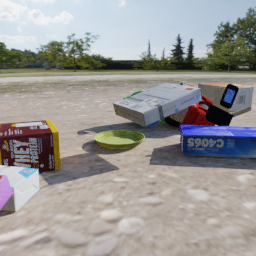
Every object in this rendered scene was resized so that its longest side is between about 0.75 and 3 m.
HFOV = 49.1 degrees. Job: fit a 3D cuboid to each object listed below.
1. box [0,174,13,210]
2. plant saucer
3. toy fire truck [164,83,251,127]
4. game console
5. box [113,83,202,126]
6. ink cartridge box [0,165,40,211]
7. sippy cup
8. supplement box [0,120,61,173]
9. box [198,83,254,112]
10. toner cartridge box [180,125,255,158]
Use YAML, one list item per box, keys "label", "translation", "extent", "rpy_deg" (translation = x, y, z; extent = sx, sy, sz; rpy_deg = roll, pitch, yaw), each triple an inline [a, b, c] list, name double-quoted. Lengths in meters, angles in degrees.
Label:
- label: "box"
  translation: [-3.342, 1.324, 4.437]
  extent: [2.362, 0.462, 1.616]
  rpy_deg: [3, 31, 11]
- label: "plant saucer"
  translation: [-0.280, 0.395, 9.249]
  extent: [1.671, 0.260, 1.671]
  rpy_deg: [-1, 15, 0]
- label: "toy fire truck"
  translation: [3.231, -0.763, 11.553]
  extent: [2.824, 1.817, 2.486]
  rpy_deg: [25, 23, 5]
- label: "game console"
  translation: [3.173, -0.782, 9.273]
  extent: [0.864, 1.465, 0.177]
  rpy_deg: [24, -4, -7]
- label: "box"
  translation: [0.851, -0.779, 8.339]
  extent: [2.102, 0.433, 1.639]
  rpy_deg: [-25, 26, -25]
- label: "ink cartridge box"
  translation: [-2.745, 1.167, 5.709]
  extent: [1.564, 0.531, 0.907]
  rpy_deg: [4, 15, 12]
- label: "sippy cup"
  translation: [0.694, -0.695, 11.557]
  extent: [1.805, 1.417, 1.323]
  rpy_deg: [-11, 28, -8]
- label: "supplement box"
  translation: [-2.683, 0.480, 7.381]
  extent: [1.533, 1.018, 1.512]
  rpy_deg: [-6, 16, -22]
- label: "box"
  translation: [5.337, -1.778, 15.565]
  extent: [1.824, 1.274, 2.395]
  rpy_deg: [-8, 17, -29]
- label: "toner cartridge box"
  translation: [3.107, 0.379, 8.453]
  extent: [2.964, 0.640, 1.408]
  rpy_deg: [2, 14, 7]
